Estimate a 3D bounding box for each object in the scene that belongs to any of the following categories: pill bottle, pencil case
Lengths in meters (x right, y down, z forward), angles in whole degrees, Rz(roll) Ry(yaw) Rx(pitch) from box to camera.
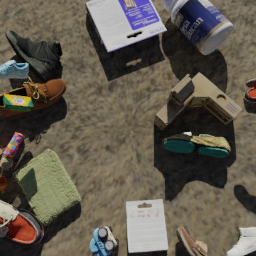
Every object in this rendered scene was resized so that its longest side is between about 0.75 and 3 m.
[{"bbox_3d":[2.570,-4.188,10.671,1.449,1.449,2.609,-36,76,-10],"label":"pill bottle"},{"bbox_3d":[-4.000,0.605,9.798,0.401,0.401,0.908,24,74,7],"label":"pencil case"}]

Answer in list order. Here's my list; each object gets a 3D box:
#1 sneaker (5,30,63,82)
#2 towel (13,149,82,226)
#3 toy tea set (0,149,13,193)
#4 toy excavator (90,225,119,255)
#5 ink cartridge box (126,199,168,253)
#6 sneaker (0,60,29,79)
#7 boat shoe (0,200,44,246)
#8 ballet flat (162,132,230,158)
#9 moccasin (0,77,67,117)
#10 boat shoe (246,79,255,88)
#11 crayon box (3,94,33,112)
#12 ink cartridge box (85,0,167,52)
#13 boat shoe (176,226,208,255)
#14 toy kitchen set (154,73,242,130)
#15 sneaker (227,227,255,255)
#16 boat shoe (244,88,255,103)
[{"bbox_3d":[-3.448,-2.981,10.611,2.464,0.942,1.412,42,72,12],"label":"sneaker"},{"bbox_3d":[-2.687,1.931,9.390,1.615,0.397,2.177,-33,75,-10],"label":"towel"},{"bbox_3d":[-4.474,1.422,9.484,0.961,0.598,1.616,23,51,-27],"label":"toy tea set"},{"bbox_3d":[-0.917,3.889,8.745,1.327,0.663,1.290,-33,74,4],"label":"toy excavator"},{"bbox_3d":[0.596,3.168,9.064,1.262,0.443,1.552,-4,66,-1],"label":"ink cartridge box"},{"bbox_3d":[-3.746,-1.867,8.698,0.513,1.387,0.568,37,120,28],"label":"sneaker"},{"bbox_3d":[-4.071,2.799,8.850,2.986,0.934,1.063,29,74,7],"label":"boat shoe"},{"bbox_3d":[2.337,0.507,9.694,2.323,0.821,0.821,8,73,3],"label":"ballet flat"},{"bbox_3d":[-3.483,-1.198,10.005,2.592,1.000,0.948,-14,74,-4],"label":"moccasin"},{"bbox_3d":[4.117,-1.323,8.548,0.963,0.343,0.301,-2,69,18],"label":"boat shoe"},{"bbox_3d":[-3.329,-0.748,8.482,0.789,0.230,0.469,3,42,-36],"label":"crayon box"},{"bbox_3d":[-0.104,-4.295,11.161,2.507,0.549,2.531,-21,72,-6],"label":"ink cartridge box"},{"bbox_3d":[2.145,3.810,8.733,0.631,0.666,1.758,-31,85,-12],"label":"boat shoe"},{"bbox_3d":[2.377,-0.586,9.386,2.246,1.832,2.026,-44,78,-12],"label":"toy kitchen set"},{"bbox_3d":[3.585,3.585,8.881,1.304,0.480,0.753,-15,72,-14],"label":"sneaker"},{"bbox_3d":[5.195,-1.402,10.302,1.809,0.566,0.644,-12,75,-2],"label":"boat shoe"}]
